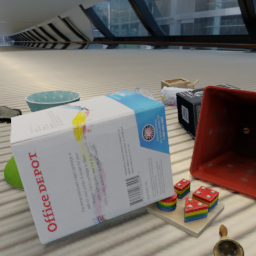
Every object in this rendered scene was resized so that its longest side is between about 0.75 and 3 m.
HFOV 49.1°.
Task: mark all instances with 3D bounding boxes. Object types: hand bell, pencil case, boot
[{"bbox_3d":[1.819,2.076,5.262,0.514,0.514,0.987,4,8,11],"label":"hand bell"},{"bbox_3d":[2.815,-1.594,14.281,2.210,0.919,1.003,7,-7,21],"label":"pencil case"},{"bbox_3d":[-5.485,-0.568,12.255,1.446,0.490,0.945,4,26,16],"label":"boot"}]

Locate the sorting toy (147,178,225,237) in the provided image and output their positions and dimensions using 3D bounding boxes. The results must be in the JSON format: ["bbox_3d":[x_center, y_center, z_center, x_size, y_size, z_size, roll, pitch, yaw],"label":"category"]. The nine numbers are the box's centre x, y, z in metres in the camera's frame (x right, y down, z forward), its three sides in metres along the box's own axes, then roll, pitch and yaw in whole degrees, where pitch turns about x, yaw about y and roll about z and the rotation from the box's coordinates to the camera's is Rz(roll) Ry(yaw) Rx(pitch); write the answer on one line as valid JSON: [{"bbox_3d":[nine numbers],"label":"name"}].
[{"bbox_3d":[1.296,1.639,6.224,1.279,0.445,1.271,17,26,39],"label":"sorting toy"}]

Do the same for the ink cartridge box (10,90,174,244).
[{"bbox_3d":[-0.818,0.593,6.068,2.846,2.088,2.078,-15,20,-18],"label":"ink cartridge box"}]

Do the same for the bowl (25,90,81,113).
[{"bbox_3d":[-3.080,-0.788,11.782,2.229,1.166,2.229,-1,20,0],"label":"bowl"}]

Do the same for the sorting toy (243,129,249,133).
[{"bbox_3d":[4.106,0.289,10.031,1.903,0.342,2.555,3,20,10],"label":"sorting toy"}]

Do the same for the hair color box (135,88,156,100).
[{"bbox_3d":[0.322,-0.301,8.764,0.511,1.689,0.845,6,32,-21],"label":"hair color box"}]

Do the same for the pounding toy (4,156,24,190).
[{"bbox_3d":[-2.174,0.534,8.000,2.150,1.293,2.786,14,25,32],"label":"pounding toy"}]

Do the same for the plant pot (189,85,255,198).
[{"bbox_3d":[3.407,0.271,7.480,2.462,2.460,2.170,16,14,36],"label":"plant pot"}]

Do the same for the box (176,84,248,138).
[{"bbox_3d":[3.225,-0.717,10.735,2.194,1.383,2.232,-9,18,-4],"label":"box"}]

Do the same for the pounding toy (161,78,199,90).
[{"bbox_3d":[3.064,-2.123,15.536,1.839,0.958,2.094,-10,21,-11],"label":"pounding toy"}]
